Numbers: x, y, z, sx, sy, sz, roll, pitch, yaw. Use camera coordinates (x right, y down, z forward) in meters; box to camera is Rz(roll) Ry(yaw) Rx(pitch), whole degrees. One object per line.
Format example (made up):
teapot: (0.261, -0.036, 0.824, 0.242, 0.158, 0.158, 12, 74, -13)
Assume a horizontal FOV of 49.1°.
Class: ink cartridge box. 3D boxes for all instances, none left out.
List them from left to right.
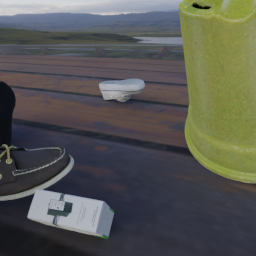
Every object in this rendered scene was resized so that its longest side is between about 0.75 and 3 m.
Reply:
ink cartridge box: (-0.663, 1.039, 3.377, 0.855, 0.627, 0.355, 7, 65, 14)

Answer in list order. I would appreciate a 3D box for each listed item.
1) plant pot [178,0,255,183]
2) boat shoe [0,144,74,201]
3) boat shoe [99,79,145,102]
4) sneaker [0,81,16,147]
plant pot: (2.107, -1.085, 4.627, 2.976, 2.736, 2.976, -16, 39, 14)
boat shoe: (-1.826, 0.601, 3.911, 2.072, 0.624, 0.739, -16, 27, -1)
boat shoe: (-0.162, -1.230, 9.403, 0.757, 0.687, 2.058, -26, 23, -32)
sneaker: (-3.164, 0.105, 5.818, 1.310, 0.816, 2.445, -25, 44, 14)
